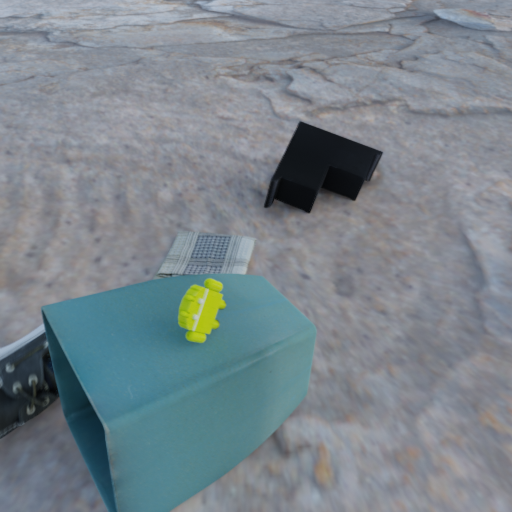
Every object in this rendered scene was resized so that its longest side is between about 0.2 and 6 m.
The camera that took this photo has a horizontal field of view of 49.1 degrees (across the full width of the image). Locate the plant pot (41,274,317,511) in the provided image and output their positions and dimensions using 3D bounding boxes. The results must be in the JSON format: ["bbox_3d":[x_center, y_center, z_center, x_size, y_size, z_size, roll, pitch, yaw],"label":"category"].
[{"bbox_3d":[-0.765,1.447,6.812,2.813,1.987,1.988,-18,41,-28],"label":"plant pot"}]

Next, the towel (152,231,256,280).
[{"bbox_3d":[-0.890,0.065,9.975,1.571,0.282,1.631,7,38,9],"label":"towel"}]

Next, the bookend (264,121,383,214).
[{"bbox_3d":[1.414,-1.601,11.639,1.924,0.886,1.911,21,54,4],"label":"bookend"}]

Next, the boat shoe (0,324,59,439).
[{"bbox_3d":[-2.909,1.572,7.269,0.804,0.975,2.840,3,31,31],"label":"boat shoe"}]

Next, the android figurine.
[{"bbox_3d":[-0.567,0.567,5.870,0.154,0.751,0.684,16,82,27],"label":"android figurine"}]
